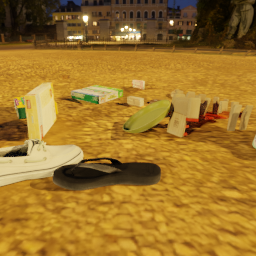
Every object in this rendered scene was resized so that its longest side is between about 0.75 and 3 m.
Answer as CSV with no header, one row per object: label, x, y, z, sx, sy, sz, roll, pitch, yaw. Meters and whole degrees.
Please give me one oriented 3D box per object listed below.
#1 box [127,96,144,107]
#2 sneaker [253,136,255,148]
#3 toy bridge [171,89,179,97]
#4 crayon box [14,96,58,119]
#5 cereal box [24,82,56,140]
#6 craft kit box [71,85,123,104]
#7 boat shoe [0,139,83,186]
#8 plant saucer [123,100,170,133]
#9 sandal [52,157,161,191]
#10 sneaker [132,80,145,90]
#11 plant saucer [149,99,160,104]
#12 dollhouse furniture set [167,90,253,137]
box,0.385,-1.388,14.503,0.850,0.404,0.330,14,25,36
sneaker,5.037,-0.407,9.557,1.126,2.027,2.898,10,23,24
toy bridge,2.784,-1.955,16.242,0.573,0.232,1.705,-1,21,5
crayon box,-4.420,-1.059,13.349,1.737,0.587,2.013,-8,22,-24
cereal box,-3.341,-0.717,10.870,0.467,1.700,2.363,0,20,1
craft kit box,-1.745,-1.942,15.891,2.133,0.518,2.107,15,28,34
boat shoe,-2.620,0.809,7.796,2.973,0.993,1.093,-15,25,-35
plant saucer,0.765,-0.396,10.879,2.098,0.326,2.098,-29,17,10
sandal,-0.558,1.092,7.580,2.889,0.619,1.098,-3,21,-7
sneaker,0.654,-2.765,17.925,0.788,0.568,1.508,1,15,-4
plant saucer,1.496,-1.399,14.942,0.764,0.113,0.764,-1,20,0
dollhouse furniture set,2.929,-0.523,11.372,2.909,1.515,2.941,-2,18,-40
